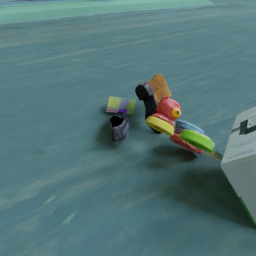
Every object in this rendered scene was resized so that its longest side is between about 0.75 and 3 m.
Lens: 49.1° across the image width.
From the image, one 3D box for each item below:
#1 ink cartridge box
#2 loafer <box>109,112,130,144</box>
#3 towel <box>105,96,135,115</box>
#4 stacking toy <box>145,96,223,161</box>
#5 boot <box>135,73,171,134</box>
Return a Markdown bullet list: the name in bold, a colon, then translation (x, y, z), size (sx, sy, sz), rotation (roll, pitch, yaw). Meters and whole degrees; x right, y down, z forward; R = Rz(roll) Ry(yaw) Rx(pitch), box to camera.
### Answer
- **ink cartridge box**: translation (2.475, 0.577, 4.995), size (0.805, 1.421, 1.938), rotation (-25, 13, 38)
- **loafer**: translation (-0.237, -0.135, 7.107), size (0.518, 0.454, 1.441), rotation (-16, 27, 7)
- **towel**: translation (-0.219, -0.653, 8.201), size (0.831, 0.095, 0.597), rotation (7, 55, 3)
- **stacking toy**: translation (1.339, 0.020, 5.819), size (1.464, 0.683, 1.618), rotation (22, -7, 43)
- **boot**: translation (0.822, -0.690, 7.562), size (0.511, 1.404, 1.491), rotation (-29, 4, 32)
